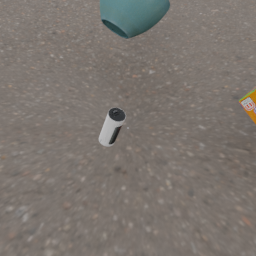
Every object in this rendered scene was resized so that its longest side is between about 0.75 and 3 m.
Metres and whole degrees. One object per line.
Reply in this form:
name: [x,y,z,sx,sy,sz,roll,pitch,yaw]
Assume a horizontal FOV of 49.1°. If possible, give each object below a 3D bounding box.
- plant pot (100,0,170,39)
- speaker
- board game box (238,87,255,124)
plant pot: [-0.016,-3.632,8.541,2.159,2.159,1.454,33,92,27]
speaker: [-0.373,-0.009,6.398,0.412,1.014,0.412,11,51,-13]
board game box: [3.863,-0.628,6.200,1.610,1.611,1.610,-32,83,-39]
